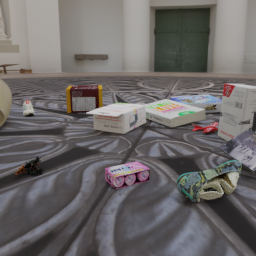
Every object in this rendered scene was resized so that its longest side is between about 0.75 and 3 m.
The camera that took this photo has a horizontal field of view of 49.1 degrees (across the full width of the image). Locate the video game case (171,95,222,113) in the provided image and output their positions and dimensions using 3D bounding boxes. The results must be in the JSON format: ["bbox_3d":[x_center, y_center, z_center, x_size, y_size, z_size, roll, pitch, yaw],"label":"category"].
[{"bbox_3d":[3.753,-1.337,15.397,2.345,0.588,2.587,-5,15,-3],"label":"video game case"}]

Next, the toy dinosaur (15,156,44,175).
[{"bbox_3d":[-2.511,1.031,7.172,0.599,0.451,0.882,-9,29,24],"label":"toy dinosaur"}]

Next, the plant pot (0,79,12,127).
[{"bbox_3d":[-5.812,-0.861,11.711,2.040,2.040,2.178,-8,33,-27],"label":"plant pot"}]

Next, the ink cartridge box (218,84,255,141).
[{"bbox_3d":[3.893,-0.479,9.659,0.816,1.948,1.406,1,14,-13],"label":"ink cartridge box"}]

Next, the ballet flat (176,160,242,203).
[{"bbox_3d":[1.934,1.204,6.092,1.925,0.715,0.715,-10,18,-28],"label":"ballet flat"}]

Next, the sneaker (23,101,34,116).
[{"bbox_3d":[-5.107,-1.033,14.235,0.508,0.674,1.442,-7,16,-26],"label":"sneaker"}]

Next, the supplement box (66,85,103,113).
[{"bbox_3d":[-2.356,-1.635,15.403,1.879,1.247,1.853,-2,15,-6],"label":"supplement box"}]

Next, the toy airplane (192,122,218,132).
[{"bbox_3d":[3.089,0.015,11.129,1.223,0.225,1.223,-4,19,1],"label":"toy airplane"}]

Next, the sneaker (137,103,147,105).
[{"bbox_3d":[0.789,-1.270,15.895,0.870,0.326,0.368,4,13,-25],"label":"sneaker"}]

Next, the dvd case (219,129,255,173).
[{"bbox_3d":[3.176,0.547,7.247,1.022,0.110,1.374,-30,28,-7],"label":"dvd case"}]

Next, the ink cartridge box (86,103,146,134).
[{"bbox_3d":[-0.425,-0.405,11.475,1.477,0.849,2.523,8,16,28],"label":"ink cartridge box"}]

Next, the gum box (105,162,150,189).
[{"bbox_3d":[-0.038,1.120,6.707,0.984,0.325,0.558,-8,17,-29],"label":"gum box"}]

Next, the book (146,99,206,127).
[{"bbox_3d":[1.889,-0.673,13.066,1.910,0.687,2.859,-14,19,-27],"label":"book"}]
